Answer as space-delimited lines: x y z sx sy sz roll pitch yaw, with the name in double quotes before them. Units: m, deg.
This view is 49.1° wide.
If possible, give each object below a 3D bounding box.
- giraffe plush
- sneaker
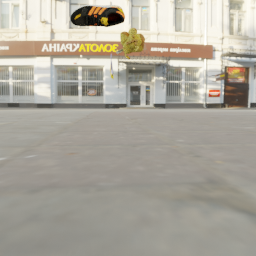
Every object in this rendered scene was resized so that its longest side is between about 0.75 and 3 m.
"giraffe plush" 0.250 -3.934 12.678 1.501 1.295 1.217 -47 16 -18
"sneaker" -1.119 -4.186 10.590 2.091 0.731 0.941 -9 41 -9
